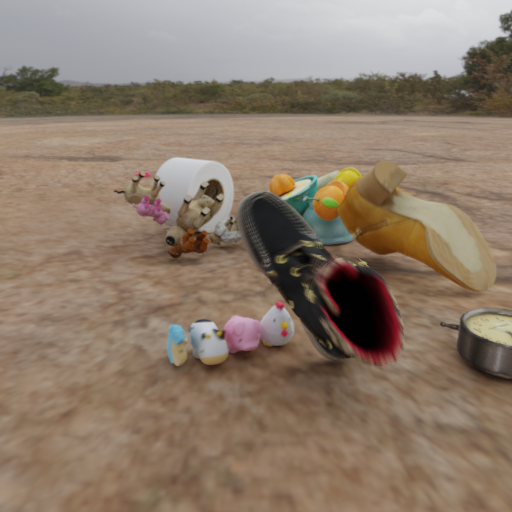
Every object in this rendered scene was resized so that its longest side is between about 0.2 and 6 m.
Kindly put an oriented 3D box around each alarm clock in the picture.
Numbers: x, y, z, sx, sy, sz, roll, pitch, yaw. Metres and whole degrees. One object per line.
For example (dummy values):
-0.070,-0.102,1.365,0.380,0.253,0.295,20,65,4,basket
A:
2.670,0.963,5.722,0.963,0.475,1.428,-7,17,-23,alarm clock

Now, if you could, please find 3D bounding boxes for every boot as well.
0.560,0.175,5.288,0.732,2.000,1.506,-29,1,-9,boot
2.350,-0.266,8.592,0.859,2.442,1.748,-40,-9,-18,boot

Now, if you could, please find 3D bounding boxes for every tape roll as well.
-1.228,-1.197,11.008,0.965,1.406,1.406,11,21,34,tape roll

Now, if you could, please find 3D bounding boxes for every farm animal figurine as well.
-1.322,-0.668,9.764,1.782,0.940,1.802,-26,70,-43,farm animal figurine

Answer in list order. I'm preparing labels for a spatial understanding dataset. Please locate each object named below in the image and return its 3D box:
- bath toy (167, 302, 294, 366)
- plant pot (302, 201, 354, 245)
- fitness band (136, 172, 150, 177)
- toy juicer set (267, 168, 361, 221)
-0.221,0.824,6.023,1.445,0.534,0.628,-8,38,-25,bath toy
1.300,-0.670,10.439,1.035,0.693,1.035,-2,16,1,plant pot
-3.487,-2.493,17.267,0.500,0.094,0.359,15,26,42,fitness band
0.938,-1.319,10.875,2.132,0.912,3.351,-25,15,11,toy juicer set
